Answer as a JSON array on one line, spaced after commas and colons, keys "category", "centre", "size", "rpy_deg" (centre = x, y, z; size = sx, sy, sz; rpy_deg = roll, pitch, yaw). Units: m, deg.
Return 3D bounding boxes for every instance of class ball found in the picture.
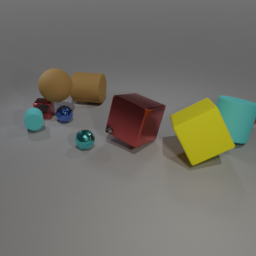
[{"category": "ball", "centre": [-2.636, -0.595, 11.631], "size": [0.700, 0.700, 0.700], "rpy_deg": [0, 29, 0]}, {"category": "ball", "centre": [-1.509, 0.401, 9.829], "size": [0.700, 0.700, 0.700], "rpy_deg": [0, 29, 0]}, {"category": "ball", "centre": [-3.025, -1.773, 11.718], "size": [1.400, 1.400, 1.400], "rpy_deg": [0, 29, 0]}]

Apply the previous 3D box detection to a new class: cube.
[{"category": "cube", "centre": [-3.614, -0.847, 12.090], "size": [0.700, 0.700, 0.700], "rpy_deg": [1, 27, -1]}, {"category": "cube", "centre": [0.265, -0.329, 9.917], "size": [1.400, 1.400, 1.400], "rpy_deg": [26, 23, 28]}, {"category": "cube", "centre": [2.300, 0.077, 8.898], "size": [1.400, 1.400, 1.400], "rpy_deg": [-26, 14, 12]}]

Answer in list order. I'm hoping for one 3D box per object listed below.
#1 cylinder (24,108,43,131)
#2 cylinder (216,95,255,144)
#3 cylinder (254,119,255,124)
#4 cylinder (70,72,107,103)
[{"category": "cylinder", "centre": [-3.686, -0.352, 10.961], "size": [0.700, 0.700, 0.700], "rpy_deg": [-9, 26, -15]}, {"category": "cylinder", "centre": [3.794, -0.330, 10.097], "size": [1.400, 1.400, 1.400], "rpy_deg": [11, 16, -3]}, {"category": "cylinder", "centre": [4.577, -0.342, 10.938], "size": [0.700, 0.700, 0.700], "rpy_deg": [-34, 22, 19]}, {"category": "cylinder", "centre": [-1.865, -1.921, 13.332], "size": [1.400, 1.400, 1.400], "rpy_deg": [5, 29, 10]}]
